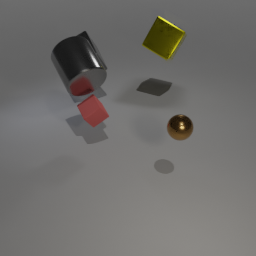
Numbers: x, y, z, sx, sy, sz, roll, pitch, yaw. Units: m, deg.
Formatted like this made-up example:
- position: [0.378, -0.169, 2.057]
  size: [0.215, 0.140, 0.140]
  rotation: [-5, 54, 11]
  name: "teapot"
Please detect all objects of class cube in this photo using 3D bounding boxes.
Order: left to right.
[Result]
- position: [-1.985, -3.135, 12.542]
  size: [1.400, 1.400, 1.400]
  rotation: [-28, 68, 6]
  name: "cube"
- position: [-1.196, -0.584, 9.638]
  size: [0.700, 0.700, 0.700]
  rotation: [-35, 58, 5]
  name: "cube"
- position: [1.669, -3.985, 12.661]
  size: [1.400, 1.400, 1.400]
  rotation: [33, 19, 5]
  name: "cube"

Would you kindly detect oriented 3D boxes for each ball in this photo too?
- position: [1.381, -0.014, 7.434]
  size: [0.700, 0.700, 0.700]
  rotation: [0, 32, 0]
  name: "ball"

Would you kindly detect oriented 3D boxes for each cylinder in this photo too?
- position: [-1.605, -1.997, 9.157]
  size: [1.400, 1.400, 1.400]
  rotation: [-19, 69, -28]
  name: "cylinder"
